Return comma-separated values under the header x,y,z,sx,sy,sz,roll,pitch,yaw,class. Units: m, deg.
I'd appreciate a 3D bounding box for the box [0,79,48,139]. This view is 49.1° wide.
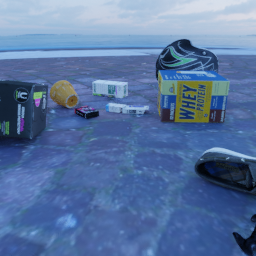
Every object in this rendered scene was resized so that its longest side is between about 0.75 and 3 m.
x,y,z,sx,sy,sz,roll,pitch,yaw,class
-4.227,-0.754,9.254,2.718,1.689,2.018,6,10,-4,box

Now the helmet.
x,y,z,sx,sy,sz,roll,pitch,yaw,class
2.952,-2.816,13.992,2.866,2.866,2.733,-10,42,-24,helmet

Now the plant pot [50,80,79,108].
x,y,z,sx,sy,sz,roll,pitch,yaw,class
-2.846,-1.464,12.937,1.153,1.153,1.056,-17,43,-38,plant pot

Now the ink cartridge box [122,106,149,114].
x,y,z,sx,sy,sz,roll,pitch,yaw,class
0.355,-0.805,12.249,1.159,0.227,0.576,1,20,6,ink cartridge box

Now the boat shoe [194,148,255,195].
x,y,z,sx,sy,sz,roll,pitch,yaw,class
2.846,1.112,6.235,2.845,0.976,0.805,9,22,41,boat shoe

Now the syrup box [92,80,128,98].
x,y,z,sx,sy,sz,roll,pitch,yaw,class
-0.946,-2.091,14.952,1.798,0.708,0.732,9,22,22,syrup box

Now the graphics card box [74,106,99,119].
x,y,z,sx,sy,sz,roll,pitch,yaw,class
-1.754,-0.674,11.847,0.639,0.259,1.019,-15,26,-36,graphics card box

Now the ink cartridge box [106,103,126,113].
x,y,z,sx,sy,sz,roll,pitch,yaw,class
-0.519,-0.882,12.366,0.817,0.277,0.474,8,22,20,ink cartridge box

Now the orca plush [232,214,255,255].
x,y,z,sx,sy,sz,roll,pitch,yaw,class
2.574,1.690,5.131,1.579,0.561,0.831,-8,22,-20,orca plush

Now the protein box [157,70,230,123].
x,y,z,sx,sy,sz,roll,pitch,yaw,class
2.558,-1.410,11.756,2.487,1.678,2.469,1,21,2,protein box
